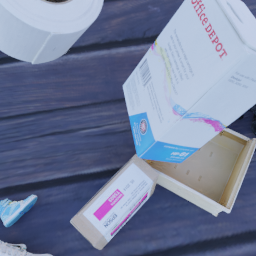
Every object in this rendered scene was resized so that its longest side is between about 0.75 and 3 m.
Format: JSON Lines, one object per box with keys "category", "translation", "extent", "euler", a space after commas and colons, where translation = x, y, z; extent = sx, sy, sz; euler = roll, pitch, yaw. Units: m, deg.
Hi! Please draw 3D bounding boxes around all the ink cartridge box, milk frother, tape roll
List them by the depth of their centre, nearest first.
{"category": "ink cartridge box", "translation": [1.252, -0.959, 5.580], "extent": [1.256, 2.967, 2.144], "euler": [11, 49, -28]}
{"category": "tape roll", "translation": [-1.972, -2.875, 6.119], "extent": [2.462, 1.690, 2.462], "euler": [7, 77, -31]}
{"category": "ink cartridge box", "translation": [-0.234, 1.736, 6.371], "extent": [0.743, 1.630, 1.978], "euler": [41, 71, 17]}
{"category": "milk frother", "translation": [3.954, -0.922, 7.534], "extent": [1.772, 1.963, 1.847], "euler": [20, 65, 14]}

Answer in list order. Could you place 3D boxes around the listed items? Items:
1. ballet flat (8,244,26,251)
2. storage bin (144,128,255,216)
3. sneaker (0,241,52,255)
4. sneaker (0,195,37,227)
{"category": "ballet flat", "translation": [-2.810, 2.852, 6.587], "extent": [0.783, 0.272, 0.272], "euler": [-4, 64, -2]}
{"category": "storage bin", "translation": [1.795, 0.688, 7.216], "extent": [2.271, 1.064, 2.254], "euler": [27, 67, 13]}
{"category": "sneaker", "translation": [-2.725, 2.912, 6.051], "extent": [2.262, 0.847, 1.127], "euler": [-6, 93, -4]}
{"category": "sneaker", "translation": [-2.815, 1.894, 6.993], "extent": [0.641, 0.391, 0.982], "euler": [42, 70, 17]}
